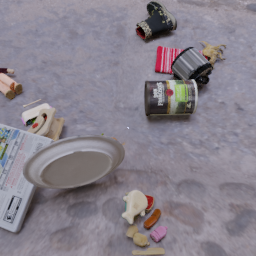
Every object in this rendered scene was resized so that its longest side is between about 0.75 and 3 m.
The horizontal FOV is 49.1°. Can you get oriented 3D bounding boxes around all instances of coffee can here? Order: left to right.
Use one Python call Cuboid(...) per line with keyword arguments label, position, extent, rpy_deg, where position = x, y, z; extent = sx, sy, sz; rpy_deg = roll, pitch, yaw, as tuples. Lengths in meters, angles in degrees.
Cuboid(label="coffee can", position=(1.592, -1.165, 10.746), extent=(1.843, 1.349, 1.349), rpy_deg=(-2, 53, -2))

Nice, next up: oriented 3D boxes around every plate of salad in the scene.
Cuboid(label="plate of salad", position=(-1.526, 0.959, 8.155), extent=(2.921, 2.921, 0.702), rpy_deg=(-13, 57, -10))

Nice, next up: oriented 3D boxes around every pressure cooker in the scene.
Cuboid(label="pressure cooker", position=(2.712, -2.385, 11.583), extent=(1.371, 1.393, 1.559), rpy_deg=(-34, 72, -18))

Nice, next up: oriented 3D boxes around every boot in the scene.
Cuboid(label="boot", position=(1.118, -5.565, 14.349), extent=(1.877, 0.897, 2.485), rpy_deg=(-25, 56, -14))

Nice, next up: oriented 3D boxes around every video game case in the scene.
Cuboid(label="video game case", position=(-4.057, 1.390, 8.850), extent=(2.673, 0.323, 2.933), rpy_deg=(15, 76, 13))

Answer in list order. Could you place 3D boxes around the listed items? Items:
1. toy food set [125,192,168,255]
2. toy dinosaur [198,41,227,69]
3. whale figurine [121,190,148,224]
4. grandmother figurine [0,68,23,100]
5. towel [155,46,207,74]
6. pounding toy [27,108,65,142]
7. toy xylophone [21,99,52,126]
Cuboid(label="toy food set", position=(0.541, 2.846, 8.438), extent=(1.262, 0.313, 1.985), rpy_deg=(-1, 45, -1))
Cuboid(label="toy dinosaur", position=(3.971, -3.644, 13.078), extent=(1.074, 0.618, 2.124), rpy_deg=(-4, 53, -2))
Cuboid(label="whale figurine", position=(0.125, 2.352, 8.267), extent=(0.838, 0.546, 1.053), rpy_deg=(41, 45, -6))
Cuboid(label="grandmother figurine", position=(-5.497, -2.142, 11.932), extent=(2.318, 0.702, 1.406), rpy_deg=(34, 51, 20))
Cuboid(label="towel", position=(2.454, -3.072, 12.860), extent=(2.385, 0.268, 1.725), rpy_deg=(8, 55, 5))
Cuboid(label="pounding toy", position=(-2.962, 0.441, 10.047), extent=(1.295, 1.299, 2.264), rpy_deg=(-18, 40, 22))
Cuboid(label="toy xylophone", position=(-3.582, -0.632, 10.994), extent=(1.284, 0.322, 0.940), rpy_deg=(-19, 55, -14))
